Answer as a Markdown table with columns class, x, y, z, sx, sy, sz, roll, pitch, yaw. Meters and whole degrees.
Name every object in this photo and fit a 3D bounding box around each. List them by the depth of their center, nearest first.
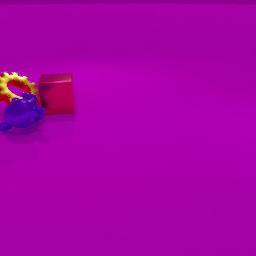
| class | x | y | z | sx | sy | sz | roll | pitch | yaw |
| --- | --- | --- | --- | --- | --- | --- | --- | --- | --- |
| monkey head | -3.163 | -0.392 | 8.716 | 1.768 | 1.272 | 1.065 | -22 | 47 | 16 |
| cube | -2.559 | -1.264 | 10.175 | 1.169 | 1.169 | 1.169 | -4 | 26 | -8 |
| gear | -4.005 | -1.322 | 10.192 | 1.697 | 0.314 | 1.697 | 28 | 34 | -21 |
